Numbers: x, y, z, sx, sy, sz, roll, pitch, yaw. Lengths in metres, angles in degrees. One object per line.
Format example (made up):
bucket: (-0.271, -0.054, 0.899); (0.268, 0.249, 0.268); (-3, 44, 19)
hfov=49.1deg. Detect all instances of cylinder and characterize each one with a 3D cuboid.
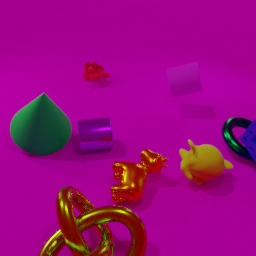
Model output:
cylinder: (-0.878, 0.172, 7.508); (0.860, 0.860, 0.860); (-6, 34, -9)
cylinder: (1.802, -1.527, 8.950); (0.943, 0.943, 0.943); (-11, 32, 13)

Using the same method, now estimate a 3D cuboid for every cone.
cone: (-2.168, -0.393, 7.125); (1.635, 1.641, 1.635); (9, 58, -14)

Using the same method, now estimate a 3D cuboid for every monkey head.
monkey head: (1.681, 0.700, 6.494); (1.496, 0.902, 1.077); (27, 26, -28)
monkey head: (-1.382, -2.138, 11.101); (1.267, 0.911, 0.763); (-7, 51, -43)

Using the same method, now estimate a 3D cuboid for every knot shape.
knot shape: (-0.509, 1.849, 4.696); (1.733, 0.856, 1.852); (18, 32, -9)

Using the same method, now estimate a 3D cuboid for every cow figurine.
cow figurine: (0.275, 1.066, 6.252); (1.274, 0.711, 1.295); (-1, 47, 4)

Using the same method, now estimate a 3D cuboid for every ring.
ring: (3.185, 0.276, 7.491); (1.448, 0.290, 1.448); (10, 47, -11)

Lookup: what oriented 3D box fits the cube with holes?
cube with holes: (3.345, 0.257, 6.547); (0.825, 0.825, 0.825); (-10, 56, -17)
